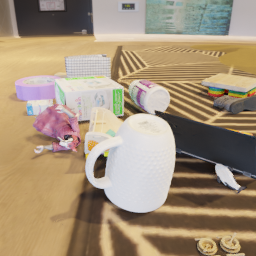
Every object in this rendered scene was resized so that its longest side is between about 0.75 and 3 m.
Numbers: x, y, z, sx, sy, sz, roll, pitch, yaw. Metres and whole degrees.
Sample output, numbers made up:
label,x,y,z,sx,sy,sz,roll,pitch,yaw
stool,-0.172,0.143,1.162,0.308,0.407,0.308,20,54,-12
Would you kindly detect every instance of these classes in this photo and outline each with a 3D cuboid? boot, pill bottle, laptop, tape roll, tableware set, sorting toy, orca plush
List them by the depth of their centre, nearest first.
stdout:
label,x,y,z,sx,sy,sz,roll,pitch,yaw
tableware set,1.751,2.228,5.381,0.832,0.167,0.550,-3,24,-7
orca plush,2.690,1.301,7.294,0.344,0.509,0.967,20,9,-40
laptop,2.672,0.166,8.212,2.755,1.705,2.942,19,30,35
sorting toy,-0.271,0.312,8.753,1.997,1.185,2.218,5,22,-5
pill bottle,0.853,-1.486,12.600,1.221,1.221,2.175,-9,26,-21
boot,4.984,-1.235,12.726,1.971,0.688,1.297,-8,23,-24
sorting toy,5.355,-2.115,14.561,2.288,0.801,2.302,18,30,37
tape roll,-4.594,-2.110,14.613,2.344,0.769,2.344,-1,24,0

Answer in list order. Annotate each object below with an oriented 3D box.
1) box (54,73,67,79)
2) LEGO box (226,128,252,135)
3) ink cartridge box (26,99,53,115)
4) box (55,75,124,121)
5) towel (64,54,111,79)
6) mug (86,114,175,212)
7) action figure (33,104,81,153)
label,x,y,z,sx,sy,sz,roll,pitch,yaw
box,-3.690,-3.018,16.967,1.372,0.533,0.651,4,24,10
LEGO box,2.960,0.365,8.288,1.100,0.570,1.478,15,9,31
ink cartridge box,-3.824,-0.916,12.250,1.064,0.450,0.769,-6,25,-11
box,-1.758,-1.333,12.108,2.401,1.316,2.721,-7,23,-20
towel,-2.129,-2.944,15.066,2.371,1.963,1.014,-7,21,-16
mug,0.069,0.730,6.286,2.106,1.846,1.555,-7,33,-26
action figure,-2.170,0.195,9.335,2.369,1.587,1.764,41,3,41
